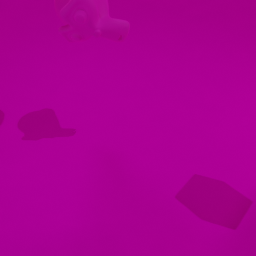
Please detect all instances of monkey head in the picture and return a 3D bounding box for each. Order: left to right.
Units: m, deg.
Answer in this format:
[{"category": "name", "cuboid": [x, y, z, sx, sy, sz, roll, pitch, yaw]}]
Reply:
[{"category": "monkey head", "cuboid": [-0.652, -2.226, 5.195, 1.423, 1.979, 1.192, 10, 66, -14]}]
